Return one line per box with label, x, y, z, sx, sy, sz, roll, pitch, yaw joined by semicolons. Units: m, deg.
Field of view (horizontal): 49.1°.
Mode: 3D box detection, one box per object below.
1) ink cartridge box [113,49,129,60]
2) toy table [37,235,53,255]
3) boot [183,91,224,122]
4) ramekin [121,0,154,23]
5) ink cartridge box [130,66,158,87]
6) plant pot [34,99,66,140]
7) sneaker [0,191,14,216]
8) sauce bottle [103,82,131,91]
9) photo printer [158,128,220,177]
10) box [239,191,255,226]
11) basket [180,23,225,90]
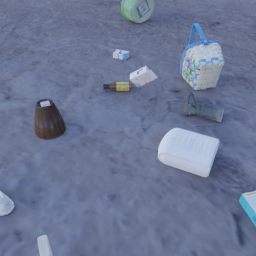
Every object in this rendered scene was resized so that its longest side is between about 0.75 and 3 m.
ink cartridge box;-0.415;-4.421;16.883;0.823;0.347;0.595;15;42;17
toy table;-1.586;3.658;6.268;2.346;1.374;2.157;-23;45;-24
boot;3.395;-0.970;12.487;1.684;0.611;1.531;6;53;17
ramekin;0.813;-9.171;21.103;2.456;2.456;1.199;-24;53;-26
ink cartridge box;0.724;-2.370;12.725;1.138;0.667;0.383;-20;51;31
plant pot;-3.224;-0.446;11.259;1.267;1.355;1.267;0;39;0
sneaker;-4.440;2.019;8.730;1.961;0.786;0.690;14;43;18
sauce bottle;-0.535;-2.067;13.934;1.403;0.463;0.463;2;39;0
photo printer;2.165;0.810;10.244;1.997;0.693;1.661;16;43;19
box;4.062;2.652;8.223;0.702;0.419;1.705;-9;40;-10
basket;3.597;-3.533;14.154;1.948;2.470;2.801;-6;51;-4
